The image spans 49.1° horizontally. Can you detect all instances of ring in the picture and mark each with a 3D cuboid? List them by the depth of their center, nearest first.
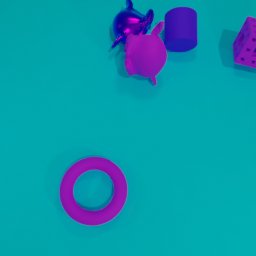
[{"bbox_3d":[-0.850,1.530,6.933,1.683,0.337,1.683,0,69,0],"label":"ring"}]

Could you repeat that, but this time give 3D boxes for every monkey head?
[{"bbox_3d":[0.461,-2.063,7.597,1.127,1.871,1.346,-1,45,-3],"label":"monkey head"},{"bbox_3d":[0.128,-3.076,8.197,1.087,1.298,1.805,18,73,-12],"label":"monkey head"}]

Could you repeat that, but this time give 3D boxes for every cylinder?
[{"bbox_3d":[1.538,-2.849,8.175,0.954,0.954,0.954,1,82,1],"label":"cylinder"}]

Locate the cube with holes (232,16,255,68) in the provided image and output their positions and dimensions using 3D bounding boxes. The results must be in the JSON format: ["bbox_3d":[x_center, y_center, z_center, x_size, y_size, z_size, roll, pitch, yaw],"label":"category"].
[{"bbox_3d":[3.607,-2.356,7.826,0.939,0.939,0.939,14,50,-1],"label":"cube with holes"}]
